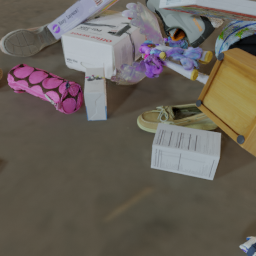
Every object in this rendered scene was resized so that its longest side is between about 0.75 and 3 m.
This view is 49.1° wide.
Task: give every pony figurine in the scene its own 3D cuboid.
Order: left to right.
[{"bbox_3d":[1.032,-2.186,8.557,2.868,2.389,2.769,27,16,32],"label":"pony figurine"}]

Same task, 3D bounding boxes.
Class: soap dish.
[{"bbox_3d":[1.906,-0.474,4.616,0.674,1.306,1.660,7,29,-27],"label":"soap dish"}]

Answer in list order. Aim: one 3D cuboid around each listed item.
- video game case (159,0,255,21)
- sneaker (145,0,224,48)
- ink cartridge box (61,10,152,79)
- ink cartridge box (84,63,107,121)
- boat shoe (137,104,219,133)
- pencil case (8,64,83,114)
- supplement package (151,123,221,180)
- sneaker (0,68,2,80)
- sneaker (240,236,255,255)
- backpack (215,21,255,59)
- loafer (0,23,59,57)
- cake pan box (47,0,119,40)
[{"bbox_3d":[1.479,-1.999,4.705,1.526,0.186,2.134,6,21,-9],"label":"video game case"},{"bbox_3d":[1.108,-2.739,6.844,0.938,1.006,2.537,24,17,-43],"label":"sneaker"},{"bbox_3d":[-0.636,-3.085,9.948,2.084,1.177,2.839,18,44,22],"label":"ink cartridge box"},{"bbox_3d":[-0.895,-1.066,7.871,0.546,0.926,1.608,-3,41,-3],"label":"ink cartridge box"},{"bbox_3d":[1.338,-0.341,7.222,2.196,0.691,0.801,0,41,0],"label":"boat shoe"},{"bbox_3d":[-2.402,-1.138,7.943,2.236,1.015,1.048,21,45,26],"label":"pencil case"},{"bbox_3d":[1.261,0.499,6.187,1.381,0.785,0.756,11,43,11],"label":"supplement package"},{"bbox_3d":[-4.495,-1.532,8.766,0.680,0.439,1.253,5,34,-2],"label":"sneaker"},{"bbox_3d":[2.131,2.191,4.646,0.585,0.322,0.799,14,45,26],"label":"sneaker"},{"bbox_3d":[4.150,-2.501,8.749,2.705,2.206,2.079,-19,50,-1],"label":"backpack"},{"bbox_3d":[-3.722,-3.331,10.617,0.847,0.969,2.695,9,33,35],"label":"loafer"},{"bbox_3d":[-1.604,-4.391,10.592,2.560,0.670,2.358,-28,16,20],"label":"cake pan box"}]
